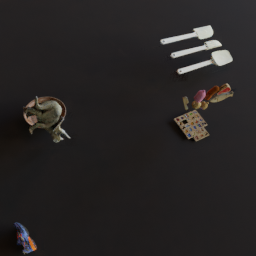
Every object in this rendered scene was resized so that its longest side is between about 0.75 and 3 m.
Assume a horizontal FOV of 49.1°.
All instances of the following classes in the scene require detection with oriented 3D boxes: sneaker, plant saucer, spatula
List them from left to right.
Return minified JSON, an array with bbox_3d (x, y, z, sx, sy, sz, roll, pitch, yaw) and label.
[{"bbox_3d":[-2.577,2.662,6.804,0.341,0.327,0.869,-34,60,-20],"label":"sneaker"},{"bbox_3d":[-2.637,-0.452,8.960,1.302,0.238,1.302,3,53,-4],"label":"plant saucer"},{"bbox_3d":[2.486,-2.808,10.052,2.499,0.201,1.738,-21,79,-25],"label":"spatula"}]

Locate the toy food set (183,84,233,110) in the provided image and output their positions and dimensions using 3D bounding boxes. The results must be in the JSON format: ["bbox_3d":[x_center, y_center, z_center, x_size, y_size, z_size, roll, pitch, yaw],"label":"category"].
[{"bbox_3d":[2.453,-0.910,8.446,1.526,0.970,0.240,-20,58,8],"label":"toy food set"}]

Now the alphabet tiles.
[{"bbox_3d":[2.073,-0.067,8.852,0.844,0.038,1.010,-22,60,-16],"label":"alphabet tiles"}]

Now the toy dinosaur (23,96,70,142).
[{"bbox_3d":[-2.260,-0.413,7.712,1.089,2.130,0.820,-14,58,-18],"label":"toy dinosaur"}]
